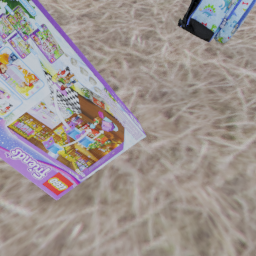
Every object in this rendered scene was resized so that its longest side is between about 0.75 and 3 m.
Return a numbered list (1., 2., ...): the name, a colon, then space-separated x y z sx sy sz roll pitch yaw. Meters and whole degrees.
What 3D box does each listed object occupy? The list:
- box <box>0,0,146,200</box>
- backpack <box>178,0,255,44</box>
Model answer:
1. box: -1.234 -0.322 3.950 1.828 2.671 0.522 -36 30 8
2. backpack: 2.058 -2.765 6.231 1.223 1.665 1.524 28 20 -4
